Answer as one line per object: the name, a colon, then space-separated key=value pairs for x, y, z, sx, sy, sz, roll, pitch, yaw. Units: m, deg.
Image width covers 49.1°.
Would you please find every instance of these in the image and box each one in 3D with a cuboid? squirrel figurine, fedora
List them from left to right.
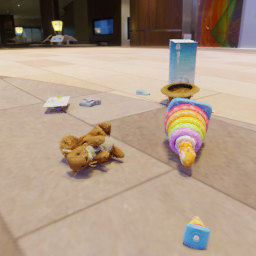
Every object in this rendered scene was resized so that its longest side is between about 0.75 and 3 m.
squirrel figurine: x=-1.196 y=0.659 z=7.760 sx=1.608 sy=1.138 sz=1.500 roll=-1 pitch=26 yaw=40
fedora: x=2.556 y=-1.625 z=13.796 sx=2.013 sy=0.821 sz=2.013 roll=-3 pitch=27 yaw=1

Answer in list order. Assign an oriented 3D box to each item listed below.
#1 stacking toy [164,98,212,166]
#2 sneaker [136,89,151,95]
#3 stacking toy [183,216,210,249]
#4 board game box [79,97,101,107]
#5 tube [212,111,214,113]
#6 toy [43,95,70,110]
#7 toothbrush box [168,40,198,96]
stacking toy: x=1.692 y=0.291 z=8.150 sx=1.401 sy=1.481 sz=2.552 roll=10 pitch=31 yaw=6
sneaker: x=0.847 y=-2.006 z=15.484 sx=0.833 sy=0.341 sz=0.308 roll=2 pitch=22 yaw=6
stacking toy: x=1.279 y=1.864 z=5.250 sx=0.443 sy=0.419 sz=0.763 roll=12 pitch=12 yaw=11
board game box: x=-1.783 y=-1.259 z=13.604 sx=0.861 sy=0.266 sz=0.862 roll=8 pitch=22 yaw=23
tube: x=3.423 y=-0.723 z=12.317 sx=0.850 sy=0.247 sz=0.221 roll=-10 pitch=-15 yaw=-31
toy: x=-3.254 y=-1.102 z=13.000 sx=0.991 sy=0.406 sz=1.722 roll=-4 pitch=23 yaw=-5
toothbrush box: x=2.959 y=-3.365 z=15.526 sx=1.215 sy=2.850 sz=2.086 roll=0 pitch=20 yaw=0
